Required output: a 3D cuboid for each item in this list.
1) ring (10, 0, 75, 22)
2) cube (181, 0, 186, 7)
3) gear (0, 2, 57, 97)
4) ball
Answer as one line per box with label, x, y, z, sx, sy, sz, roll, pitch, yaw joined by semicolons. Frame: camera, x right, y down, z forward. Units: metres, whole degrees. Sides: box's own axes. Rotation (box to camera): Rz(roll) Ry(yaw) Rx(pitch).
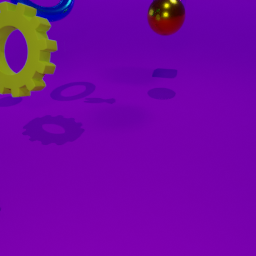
ring;-2.179;-3.491;6.974;1.778;1.778;0.356;-21;0;-33
cube;1.378;-4.187;9.146;0.904;0.904;0.904;5;-15;18
gear;-2.181;-1.484;5.429;1.726;1.726;0.319;12;14;21
ball;1.000;-2.941;7.339;1.006;1.006;1.006;0;29;0
